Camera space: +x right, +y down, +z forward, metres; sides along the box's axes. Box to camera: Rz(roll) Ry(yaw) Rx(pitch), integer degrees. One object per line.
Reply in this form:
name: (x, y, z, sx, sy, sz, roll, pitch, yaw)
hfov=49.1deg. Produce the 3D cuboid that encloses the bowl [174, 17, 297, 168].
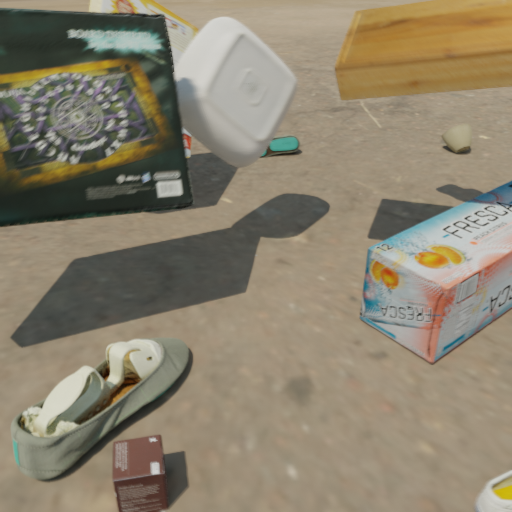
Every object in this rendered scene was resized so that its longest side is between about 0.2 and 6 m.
bowl: (-0.264, -2.588, 8.843, 0.727, 1.944, 1.947, 9, 68, 57)

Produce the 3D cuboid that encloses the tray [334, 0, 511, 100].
tray: (2.846, -2.936, 7.594, 3.269, 0.605, 1.612, 1, 48, 24)

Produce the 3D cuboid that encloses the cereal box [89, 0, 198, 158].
cereal box: (-2.192, -3.513, 10.696, 2.219, 3.085, 0.610, 19, -25, -41)

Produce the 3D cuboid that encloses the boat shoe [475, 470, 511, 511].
boat shoe: (2.987, 2.313, 5.808, 1.509, 0.644, 0.558, -9, 32, -14)

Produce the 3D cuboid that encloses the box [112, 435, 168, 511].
box: (-1.207, 2.302, 5.854, 0.509, 0.620, 0.514, -6, 31, -9)

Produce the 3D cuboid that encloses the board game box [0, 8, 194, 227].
board game box: (-2.733, -1.645, 6.702, 3.734, 2.526, 0.526, -8, 1, -25)

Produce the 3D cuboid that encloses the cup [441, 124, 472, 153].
cup: (5.277, -3.000, 14.547, 0.760, 0.760, 0.543, -11, 75, -17)

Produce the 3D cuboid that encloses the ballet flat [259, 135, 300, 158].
ballet flat: (0.268, -2.817, 14.492, 1.713, 0.577, 0.546, -4, 4, -8)

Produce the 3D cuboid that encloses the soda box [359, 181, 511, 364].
soda box: (3.550, 0.043, 8.888, 4.157, 1.321, 1.422, -22, 37, -33)

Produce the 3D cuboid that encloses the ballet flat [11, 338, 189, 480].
ballet flat: (-1.760, 1.559, 6.838, 0.901, 0.851, 2.673, 16, 34, 29)
